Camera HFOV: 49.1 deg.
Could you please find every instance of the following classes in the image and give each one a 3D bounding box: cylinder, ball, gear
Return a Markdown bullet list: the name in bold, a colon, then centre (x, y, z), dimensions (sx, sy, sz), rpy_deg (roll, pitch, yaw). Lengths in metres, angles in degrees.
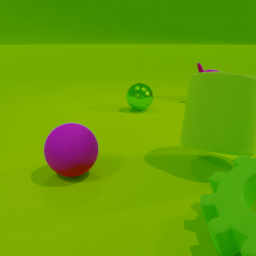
- **cylinder**: centre (1.766, -0.242, 5.331), dimensions (1.371, 1.371, 1.371), rpy_deg (8, 1, 0)
- **ball**: centre (-1.007, 0.386, 5.007), dimensions (0.959, 0.959, 0.959), rpy_deg (0, 18, 0)
- **gear**: centre (1.951, 0.870, 3.310), dimensions (2.079, 0.384, 2.079), rpy_deg (-20, 19, 7)
- **ball**: centre (0.401, -1.051, 9.463), dimensions (0.920, 0.920, 0.920), rpy_deg (0, 18, 0)

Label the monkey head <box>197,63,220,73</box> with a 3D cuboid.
- **monkey head**: centre (3.101, -1.608, 10.587), dimensions (1.818, 1.095, 1.308), rpy_deg (34, -1, -6)
